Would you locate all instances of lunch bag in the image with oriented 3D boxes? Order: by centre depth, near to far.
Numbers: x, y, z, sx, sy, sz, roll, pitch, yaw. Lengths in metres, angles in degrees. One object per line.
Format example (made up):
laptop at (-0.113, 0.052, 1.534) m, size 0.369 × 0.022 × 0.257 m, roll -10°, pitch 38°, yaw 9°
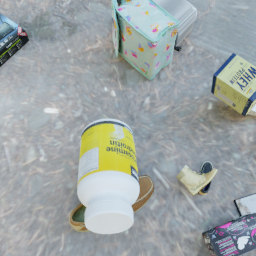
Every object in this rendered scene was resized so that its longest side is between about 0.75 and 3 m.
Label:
lunch bag at (0.334, -3.492, 10.286) m, size 2.716 × 2.314 × 1.656 m, roll 42°, pitch 73°, yaw 16°

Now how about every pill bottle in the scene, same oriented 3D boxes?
pill bottle at (-0.535, 1.242, 7.618) m, size 1.613 × 1.613 × 2.880 m, roll -4°, pitch 46°, yaw -2°

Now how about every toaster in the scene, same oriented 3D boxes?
toaster at (1.546, -4.269, 11.091) m, size 2.579 × 1.466 × 1.666 m, roll 38°, pitch 70°, yaw 16°

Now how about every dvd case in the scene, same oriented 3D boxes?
dvd case at (4.017, 2.775, 8.873) m, size 0.896 × 0.110 × 1.256 m, roll -15°, pitch 68°, yaw -6°

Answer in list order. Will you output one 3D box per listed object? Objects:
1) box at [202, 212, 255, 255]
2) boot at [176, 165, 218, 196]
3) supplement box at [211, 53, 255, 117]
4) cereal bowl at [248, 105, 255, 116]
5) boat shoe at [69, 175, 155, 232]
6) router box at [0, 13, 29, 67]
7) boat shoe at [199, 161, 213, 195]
box at (3.103, 3.198, 8.158) m, size 1.546 × 1.022 × 0.887 m, roll -21°, pitch 69°, yaw -3°
boot at (2.105, 1.425, 8.637) m, size 0.861 × 0.403 × 1.108 m, roll 46°, pitch 113°, yaw 15°
supplement box at (3.504, -1.315, 8.803) m, size 1.407 × 1.409 × 0.946 m, roll 41°, pitch 87°, yaw 21°
cereal bowl at (4.644, -1.175, 10.188) m, size 1.741 × 0.725 × 1.741 m, roll 0°, pitch 67°, yaw 1°
boat shoe at (-0.469, 2.307, 8.552) m, size 2.850 × 1.052 × 1.078 m, roll -27°, pitch 70°, yaw -11°
router box at (-5.347, -3.433, 11.149) m, size 1.657 × 0.687 × 2.212 m, roll 34°, pitch 71°, yaw 13°
boat shoe at (2.586, 1.630, 9.222) m, size 0.426 × 0.356 × 1.142 m, roll 15°, pitch 67°, yaw 8°
